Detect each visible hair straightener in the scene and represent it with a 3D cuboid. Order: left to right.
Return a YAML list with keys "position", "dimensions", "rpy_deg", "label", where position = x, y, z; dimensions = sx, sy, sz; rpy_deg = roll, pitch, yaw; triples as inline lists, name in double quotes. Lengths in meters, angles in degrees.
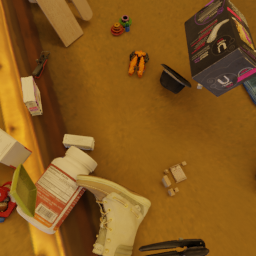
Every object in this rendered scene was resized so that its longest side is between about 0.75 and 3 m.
- position: [-3.656, -2.765, 11.831]
  dimensions: [0.266, 0.501, 1.302]
  rpy_deg: [18, 70, 21]
  label: "hair straightener"

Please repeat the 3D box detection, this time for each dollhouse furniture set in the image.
- position: [-3.053, -5.619, 12.924]
  dimensions: [2.625, 2.249, 2.760]
  rpy_deg: [-44, 41, -15]
  label: "dollhouse furniture set"
- position: [1.826, 1.784, 10.101]
  dimensions: [1.100, 0.537, 0.938]
  rpy_deg: [-24, 72, -8]
  label: "dollhouse furniture set"

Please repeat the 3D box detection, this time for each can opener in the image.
- position: [0.939, 2.533, 5.850]
  dimensions: [1.436, 0.564, 0.455]
  rpy_deg: [-3, 53, 3]
  label: "can opener"

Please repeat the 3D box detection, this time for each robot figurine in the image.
- position: [0.424, -2.760, 11.919]
  dimensions: [0.862, 0.346, 1.189]
  rpy_deg: [13, 71, 5]
  label: "robot figurine"

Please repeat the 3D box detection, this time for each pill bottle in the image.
- position: [-2.291, 2.013, 9.490]
  dimensions: [1.521, 1.521, 2.712]
  rpy_deg: [32, 72, 11]
  label: "pill bottle"

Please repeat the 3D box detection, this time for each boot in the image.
- position: [-0.707, 2.861, 8.956]
  dimensions: [2.860, 1.031, 2.212]
  rpy_deg: [31, 72, -26]
  label: "boot"

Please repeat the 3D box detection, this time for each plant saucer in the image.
- position: [-2.837, 1.709, 7.569]
  dimensions: [0.267, 1.115, 1.113]
  rpy_deg: [-17, 35, -2]
  label: "plant saucer"

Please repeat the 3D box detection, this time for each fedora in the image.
- position: [1.760, -1.893, 11.255]
  dimensions: [1.593, 1.593, 0.727]
  rpy_deg: [41, 108, 14]
  label: "fedora"

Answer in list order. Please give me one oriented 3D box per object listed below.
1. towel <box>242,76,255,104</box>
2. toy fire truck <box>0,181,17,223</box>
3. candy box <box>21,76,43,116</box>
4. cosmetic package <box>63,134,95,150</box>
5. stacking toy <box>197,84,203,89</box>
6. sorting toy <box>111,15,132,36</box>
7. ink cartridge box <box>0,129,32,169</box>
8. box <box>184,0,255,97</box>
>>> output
- position: [5.294, -1.671, 11.495]
  dimensions: [0.842, 0.366, 1.508]
  rpy_deg: [-20, 70, -8]
  label: "towel"
- position: [-4.624, 2.564, 9.730]
  dimensions: [1.591, 0.892, 1.336]
  rpy_deg: [7, 93, 3]
  label: "toy fire truck"
- position: [-3.703, -1.204, 10.832]
  dimensions: [0.450, 1.257, 1.055]
  rpy_deg: [-11, 70, -8]
  label: "candy box"
- position: [-1.840, 0.546, 10.567]
  dimensions: [1.080, 0.549, 0.400]
  rpy_deg: [7, 70, 4]
  label: "cosmetic package"
- position: [3.463, -2.060, 11.690]
  dimensions: [1.217, 0.286, 0.918]
  rpy_deg: [6, 69, 2]
  label: "stacking toy"
- position: [-0.247, -4.683, 12.556]
  dimensions: [0.743, 0.508, 1.237]
  rpy_deg: [32, 72, 11]
  label: "sorting toy"
- position: [-4.746, 0.463, 10.050]
  dimensions: [2.123, 1.558, 0.880]
  rpy_deg: [32, 75, 12]
  label: "ink cartridge box"
- position: [2.969, -2.656, 9.016]
  dimensions: [1.429, 1.647, 2.694]
  rpy_deg: [27, 49, -32]
  label: "box"
